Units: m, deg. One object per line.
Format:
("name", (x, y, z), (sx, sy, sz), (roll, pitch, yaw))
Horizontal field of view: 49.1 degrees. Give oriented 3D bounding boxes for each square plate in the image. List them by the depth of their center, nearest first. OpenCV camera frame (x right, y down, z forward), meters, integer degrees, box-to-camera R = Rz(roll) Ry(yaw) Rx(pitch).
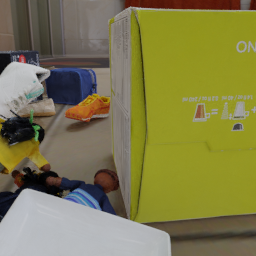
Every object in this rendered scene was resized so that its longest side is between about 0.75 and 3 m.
("square plate", (-0.401, 1.228, 2.188), (1.559, 0.222, 1.544), (18, 26, -2))

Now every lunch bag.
("lunch bag", (-1.947, -1.567, 10.204), (1.791, 1.217, 1.185), (7, 19, 22))

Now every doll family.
("doll family", (-1.178, 0.569, 3.307), (2.530, 0.993, 1.462), (45, 31, 3))

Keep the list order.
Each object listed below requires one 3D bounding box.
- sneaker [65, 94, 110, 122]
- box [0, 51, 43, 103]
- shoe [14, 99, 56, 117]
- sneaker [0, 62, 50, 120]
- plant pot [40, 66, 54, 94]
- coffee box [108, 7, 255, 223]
("sneaker", (-1.102, -0.577, 7.649), (0.673, 0.711, 1.844), (13, 16, 21))
("box", (-3.657, -1.568, 9.144), (0.963, 1.850, 1.684), (3, 18, 10))
("shoe", (-3.098, -0.563, 8.212), (1.862, 0.497, 0.651), (-6, 18, -20))
("sneaker", (-2.817, -0.882, 7.200), (1.207, 1.026, 2.728), (4, 44, 4))
("plant pot", (-3.731, -2.037, 11.884), (1.288, 1.118, 1.288), (-1, 17, 0))
("coffee box", (1.046, -0.394, 4.282), (2.500, 2.504, 2.476), (-3, 18, -8))
